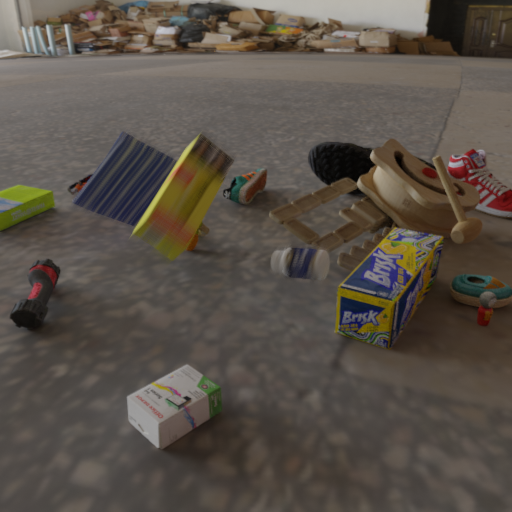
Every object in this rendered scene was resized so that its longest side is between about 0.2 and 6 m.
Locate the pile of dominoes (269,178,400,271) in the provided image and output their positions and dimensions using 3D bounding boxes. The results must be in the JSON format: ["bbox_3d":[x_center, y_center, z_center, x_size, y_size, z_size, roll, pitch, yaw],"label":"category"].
[{"bbox_3d":[2.015,-0.521,11.561,2.380,0.486,3.053,39,43,24],"label":"pile of dominoes"}]

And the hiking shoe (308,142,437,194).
[{"bbox_3d":[3.055,-2.261,14.722,3.368,1.275,1.695,16,20,12],"label":"hiking shoe"}]

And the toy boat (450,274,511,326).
[{"bbox_3d":[3.719,0.626,9.150,1.017,0.562,1.210,7,26,13],"label":"toy boat"}]

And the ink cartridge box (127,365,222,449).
[{"bbox_3d":[-0.995,1.815,6.845,0.947,0.398,0.686,-23,34,-39],"label":"ink cartridge box"}]

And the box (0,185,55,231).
[{"bbox_3d":[-5.768,-1.101,12.873,1.187,0.464,1.947,12,28,23],"label":"box"}]

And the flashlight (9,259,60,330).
[{"bbox_3d":[-3.660,0.612,9.260,0.530,0.532,1.564,-31,25,11],"label":"flashlight"}]

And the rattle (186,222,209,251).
[{"bbox_3d":[-1.530,-0.421,11.821,1.055,0.754,0.687,1,-12,39],"label":"rattle"}]

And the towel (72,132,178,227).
[{"bbox_3d":[-2.109,-1.280,10.552,2.234,1.618,0.266,22,24,-51],"label":"towel"}]

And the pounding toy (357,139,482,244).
[{"bbox_3d":[3.749,-1.539,11.701,1.788,1.794,3.127,-15,52,-35],"label":"pounding toy"}]

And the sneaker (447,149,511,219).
[{"bbox_3d":[5.512,-1.754,13.251,0.833,1.316,2.339,-21,33,-37],"label":"sneaker"}]

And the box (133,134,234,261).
[{"bbox_3d":[-1.087,-0.953,8.715,0.775,0.516,2.059,38,51,-16],"label":"box"}]

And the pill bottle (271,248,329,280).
[{"bbox_3d":[0.731,0.124,9.456,0.910,0.505,0.505,4,24,30],"label":"pill bottle"}]

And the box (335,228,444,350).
[{"bbox_3d":[2.250,0.426,9.225,0.941,0.864,2.686,14,30,28],"label":"box"}]

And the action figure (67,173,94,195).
[{"bbox_3d":[-4.358,-1.733,14.379,1.105,0.578,1.069,-20,11,22],"label":"action figure"}]

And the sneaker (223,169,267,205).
[{"bbox_3d":[-0.254,-1.850,14.258,0.701,0.626,1.755,14,30,18],"label":"sneaker"}]
